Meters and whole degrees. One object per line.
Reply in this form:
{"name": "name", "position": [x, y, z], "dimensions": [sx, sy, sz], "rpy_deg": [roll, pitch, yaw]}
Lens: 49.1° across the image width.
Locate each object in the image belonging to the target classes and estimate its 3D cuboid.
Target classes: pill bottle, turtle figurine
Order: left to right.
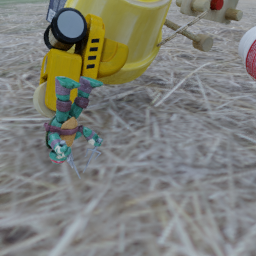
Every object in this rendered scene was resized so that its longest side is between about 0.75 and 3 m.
{"name": "turtle figurine", "position": [-0.494, 0.030, 2.393], "dimensions": [0.463, 0.919, 0.688], "rpy_deg": [17, 19, 11]}
{"name": "pill bottle", "position": [2.737, -1.140, 4.856], "dimensions": [1.098, 1.098, 1.957], "rpy_deg": [-3, 33, -6]}

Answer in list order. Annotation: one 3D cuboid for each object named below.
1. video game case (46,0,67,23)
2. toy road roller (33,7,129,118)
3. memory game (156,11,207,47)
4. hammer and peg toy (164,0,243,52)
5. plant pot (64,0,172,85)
{"name": "video game case", "position": [-1.338, -3.459, 8.792], "dimensions": [2.564, 1.832, 0.243], "rpy_deg": [35, 45, 1]}
{"name": "toy road roller", "position": [-0.824, -1.057, 5.048], "dimensions": [1.420, 1.945, 1.195], "rpy_deg": [10, 0, -24]}
{"name": "memory game", "position": [1.232, -2.271, 6.471], "dimensions": [1.349, 0.086, 1.349], "rpy_deg": [-34, 11, 8]}
{"name": "hammer and peg toy", "position": [2.195, -3.400, 7.248], "dimensions": [2.092, 2.844, 1.003], "rpy_deg": [-5, 31, -37]}
{"name": "plant pot", "position": [-0.189, -2.656, 6.456], "dimensions": [2.564, 2.412, 2.564], "rpy_deg": [6, 70, -17]}
